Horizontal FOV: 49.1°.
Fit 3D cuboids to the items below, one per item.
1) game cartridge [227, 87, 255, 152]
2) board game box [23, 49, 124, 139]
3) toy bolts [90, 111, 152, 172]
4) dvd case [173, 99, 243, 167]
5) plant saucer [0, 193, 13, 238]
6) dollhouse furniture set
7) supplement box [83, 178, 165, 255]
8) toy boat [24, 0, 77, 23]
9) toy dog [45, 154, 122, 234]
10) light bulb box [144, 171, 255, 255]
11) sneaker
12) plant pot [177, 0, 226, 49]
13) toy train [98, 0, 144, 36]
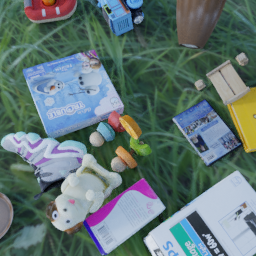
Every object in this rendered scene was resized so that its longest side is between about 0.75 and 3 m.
[{"bbox_3d":[5.253,-0.463,10.350,2.710,0.440,2.389,-9,67,-7],"label":"game cartridge"},{"bbox_3d":[-2.046,-1.359,10.459,2.879,0.624,2.865,-22,69,-16],"label":"board game box"},{"bbox_3d":[-0.448,0.361,9.342,1.363,1.877,1.965,-40,54,-11],"label":"toy bolts"},{"bbox_3d":[2.875,0.123,10.191,1.560,0.192,2.187,-29,69,-13],"label":"dvd case"},{"bbox_3d":[-4.472,2.870,8.963,1.658,0.266,1.658,0,66,0],"label":"plant saucer"},{"bbox_3d":[4.214,-1.353,10.474,2.558,1.249,2.181,-32,62,20],"label":"dollhouse furniture set"},{"bbox_3d":[-0.098,2.706,8.553,2.220,1.147,1.123,-33,70,-12],"label":"supplement box"},{"bbox_3d":[-3.363,-5.525,11.915,2.281,1.491,1.489,-12,67,-5],"label":"toy boat"},{"bbox_3d":[-1.465,2.020,8.154,1.398,1.943,2.004,42,41,1],"label":"toy dog"},{"bbox_3d":[2.045,2.899,7.590,2.764,2.739,1.725,-30,69,-14],"label":"light bulb box"},{"bbox_3d":[-2.934,1.302,9.164,2.906,1.130,2.033,7,66,4],"label":"sneaker"},{"bbox_3d":[2.711,-4.271,11.097,1.938,1.938,2.074,12,101,5],"label":"plant pot"},{"bbox_3d":[-0.461,-5.453,12.059,1.673,1.269,2.928,-25,69,-4],"label":"toy train"}]
